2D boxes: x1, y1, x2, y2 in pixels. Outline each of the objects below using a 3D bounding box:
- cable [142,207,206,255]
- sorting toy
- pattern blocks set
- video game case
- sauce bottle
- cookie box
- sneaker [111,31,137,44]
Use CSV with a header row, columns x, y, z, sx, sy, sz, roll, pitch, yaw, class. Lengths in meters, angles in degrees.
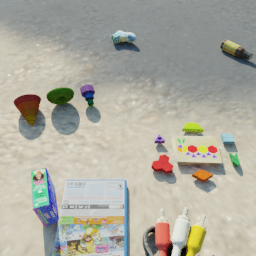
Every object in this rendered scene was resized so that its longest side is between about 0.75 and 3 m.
x,y,z,sx,sy,sz,roll,pitch,yaw,class
0.871,3.036,5.747,1.429,0.741,2.943,4,45,11,cable
-2.410,-0.733,9.547,2.742,0.951,0.944,-13,70,-10,sorting toy
2.027,0.667,8.434,2.498,0.202,2.196,7,46,7,pattern blocks set
-0.861,2.287,6.859,1.665,0.207,2.326,0,45,-1,video game case
4.746,-3.388,12.246,0.463,0.463,1.432,-32,56,-27,sauce bottle
-2.059,1.698,6.928,0.408,0.928,1.085,-14,47,-9,cookie box
-0.245,-4.098,12.923,1.201,0.478,0.784,22,47,32,sneaker
